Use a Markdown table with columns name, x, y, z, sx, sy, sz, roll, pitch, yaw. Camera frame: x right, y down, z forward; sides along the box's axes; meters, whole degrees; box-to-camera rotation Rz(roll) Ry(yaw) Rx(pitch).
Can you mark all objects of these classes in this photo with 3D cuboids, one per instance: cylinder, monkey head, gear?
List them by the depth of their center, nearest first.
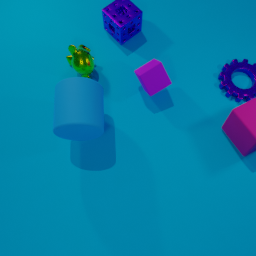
| name | x | y | z | sx | sy | sz | roll | pitch | yaw |
| --- | --- | --- | --- | --- | --- | --- | --- | --- | --- |
| cylinder | -1.332 | -0.483 | 7.646 | 1.340 | 1.340 | 1.340 | -3 | 70 | -1 |
| monkey head | -1.577 | -2.104 | 8.938 | 1.015 | 1.411 | 0.850 | -7 | 41 | 19 |
| gear | 3.679 | -1.546 | 9.060 | 1.449 | 0.268 | 1.449 | 0 | 71 | 0 |

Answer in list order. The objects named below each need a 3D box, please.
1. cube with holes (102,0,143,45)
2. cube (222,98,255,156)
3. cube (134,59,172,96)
| name | x | y | z | sx | sy | sz | roll | pitch | yaw |
| --- | --- | --- | --- | --- | --- | --- | --- | --- | --- |
| cube with holes | -0.186 | -3.610 | 9.405 | 0.942 | 0.942 | 0.942 | -39 | 76 | -12 |
| cube | 3.585 | -0.059 | 8.000 | 1.112 | 1.112 | 1.112 | -25 | 65 | -12 |
| cube | 0.743 | -1.538 | 8.478 | 0.753 | 0.753 | 0.753 | -31 | 113 | 2 |
